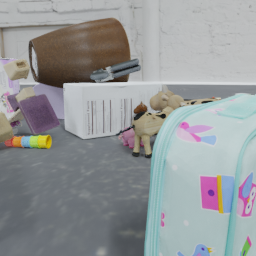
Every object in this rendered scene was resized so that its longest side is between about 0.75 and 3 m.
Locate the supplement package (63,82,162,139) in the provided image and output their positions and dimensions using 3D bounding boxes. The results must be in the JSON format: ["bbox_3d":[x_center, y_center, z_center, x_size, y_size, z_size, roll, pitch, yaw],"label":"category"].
[{"bbox_3d":[-0.445,-0.624,8.319,2.573,1.409,1.463,-7,13,-30],"label":"supplement package"}]

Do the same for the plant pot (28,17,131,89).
[{"bbox_3d":[-1.755,-2.326,9.423,2.824,2.639,2.639,-11,15,-27],"label":"plant pot"}]

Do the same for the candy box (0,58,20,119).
[{"bbox_3d":[-5.041,-1.450,10.445,2.598,2.179,0.929,10,16,42],"label":"candy box"}]

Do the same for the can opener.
[{"bbox_3d":[-0.363,-1.690,8.508,1.541,0.406,0.512,-15,32,10],"label":"can opener"}]

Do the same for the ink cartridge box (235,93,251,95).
[{"bbox_3d":[5.012,-1.100,12.246,0.347,0.792,0.576,-11,16,-29],"label":"ink cartridge box"}]

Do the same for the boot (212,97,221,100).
[{"bbox_3d":[3.786,-1.145,12.965,1.134,0.608,0.425,-4,14,-9],"label":"boot"}]

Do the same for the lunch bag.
[{"bbox_3d":[0.973,0.470,2.526,0.765,1.592,1.985,11,17,39],"label":"lunch bag"}]

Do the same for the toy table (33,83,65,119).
[{"bbox_3d":[-2.612,-1.152,10.611,2.000,1.839,1.171,28,17,-18],"label":"toy table"}]

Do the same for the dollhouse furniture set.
[{"bbox_3d":[-3.408,-0.289,6.731,1.745,1.948,2.458,-26,2,44],"label":"dollhouse furniture set"}]

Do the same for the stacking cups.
[{"bbox_3d":[-2.346,0.296,6.550,1.065,0.322,0.322,2,12,9],"label":"stacking cups"}]

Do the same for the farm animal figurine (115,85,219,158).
[{"bbox_3d":[1.157,-0.312,6.767,2.701,1.424,2.731,1,12,3],"label":"farm animal figurine"}]
